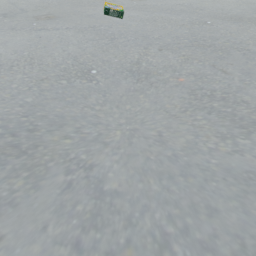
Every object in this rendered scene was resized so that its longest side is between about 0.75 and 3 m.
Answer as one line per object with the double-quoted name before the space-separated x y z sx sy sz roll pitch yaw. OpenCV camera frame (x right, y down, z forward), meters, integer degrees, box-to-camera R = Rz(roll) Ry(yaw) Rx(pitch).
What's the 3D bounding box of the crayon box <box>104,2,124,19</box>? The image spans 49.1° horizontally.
"crayon box" -0.497 -4.044 9.573 0.653 0.268 1.039 9 32 -12
